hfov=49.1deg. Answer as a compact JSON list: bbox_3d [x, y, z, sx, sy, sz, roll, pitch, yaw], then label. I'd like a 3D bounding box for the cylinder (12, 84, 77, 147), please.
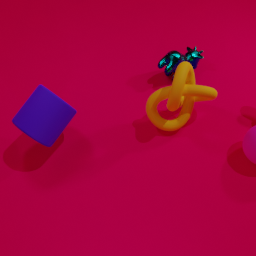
[{"bbox_3d":[-1.987,-0.288,6.727,1.099,1.099,1.099,34,85,22],"label":"cylinder"}]

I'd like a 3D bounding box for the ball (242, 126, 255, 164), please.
[{"bbox_3d":[3.412,0.419,6.936,1.069,1.069,1.069,0,55,0],"label":"ball"}]

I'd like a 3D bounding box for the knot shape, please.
[{"bbox_3d":[1.368,-0.865,7.194,1.892,1.771,0.874,-27,56,-7],"label":"knot shape"}]

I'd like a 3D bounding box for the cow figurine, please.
[{"bbox_3d":[1.671,-2.110,8.687,1.323,1.344,0.738,-50,57,10],"label":"cow figurine"}]
